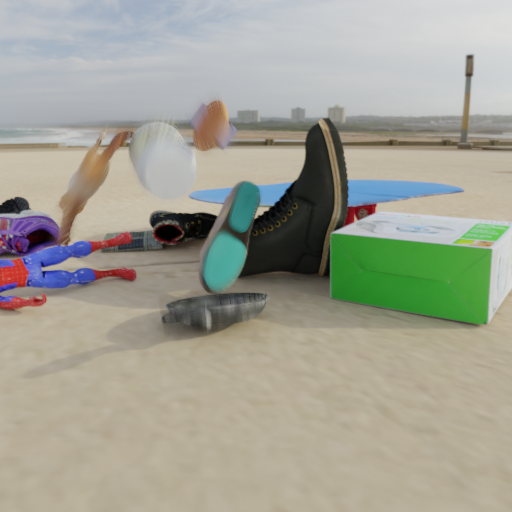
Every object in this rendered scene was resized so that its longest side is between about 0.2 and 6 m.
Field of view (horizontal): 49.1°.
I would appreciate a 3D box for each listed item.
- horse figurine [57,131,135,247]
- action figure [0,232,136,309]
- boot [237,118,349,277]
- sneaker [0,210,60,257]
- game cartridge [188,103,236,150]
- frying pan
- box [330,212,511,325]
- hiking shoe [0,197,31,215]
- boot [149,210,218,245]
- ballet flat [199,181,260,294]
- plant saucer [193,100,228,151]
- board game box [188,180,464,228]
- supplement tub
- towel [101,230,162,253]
[{"bbox_3d":[-3.327,-1.500,11.086,0.611,2.447,1.621,32,21,-23],"label":"horse figurine"},{"bbox_3d":[-3.124,0.203,8.381,3.059,0.998,1.514,-11,6,-37],"label":"action figure"},{"bbox_3d":[0.401,-0.728,9.076,1.968,2.845,1.102,-5,34,-3],"label":"boot"},{"bbox_3d":[-5.063,-0.380,11.231,2.337,0.942,0.975,-15,35,-35],"label":"sneaker"},{"bbox_3d":[-1.030,-3.110,13.421,1.023,0.663,0.196,35,-15,-16],"label":"game cartridge"},{"bbox_3d":[-0.450,0.705,7.080,1.402,0.377,2.318,-5,4,-8],"label":"frying pan"},{"bbox_3d":[2.647,0.092,8.743,2.355,1.139,2.078,8,18,33],"label":"box"},{"bbox_3d":[-5.601,-0.452,11.963,1.900,0.956,0.719,-28,50,-13],"label":"hiking shoe"},{"bbox_3d":[-1.478,-0.563,12.304,1.747,0.631,1.319,6,15,-11],"label":"boot"},{"bbox_3d":[-0.458,-0.252,8.826,0.688,2.021,0.679,34,-28,-20],"label":"ballet flat"},{"bbox_3d":[-0.841,-2.454,10.662,0.187,1.002,1.002,18,0,-38],"label":"plant saucer"},{"bbox_3d":[1.544,-0.923,12.583,5.961,1.161,4.710,-11,15,-35],"label":"board game box"},{"bbox_3d":[-1.848,-1.880,11.074,1.159,1.159,1.599,-5,30,-19],"label":"supplement tub"},{"bbox_3d":[-2.699,-0.299,12.300,1.300,0.233,1.350,-5,17,-8],"label":"towel"}]
